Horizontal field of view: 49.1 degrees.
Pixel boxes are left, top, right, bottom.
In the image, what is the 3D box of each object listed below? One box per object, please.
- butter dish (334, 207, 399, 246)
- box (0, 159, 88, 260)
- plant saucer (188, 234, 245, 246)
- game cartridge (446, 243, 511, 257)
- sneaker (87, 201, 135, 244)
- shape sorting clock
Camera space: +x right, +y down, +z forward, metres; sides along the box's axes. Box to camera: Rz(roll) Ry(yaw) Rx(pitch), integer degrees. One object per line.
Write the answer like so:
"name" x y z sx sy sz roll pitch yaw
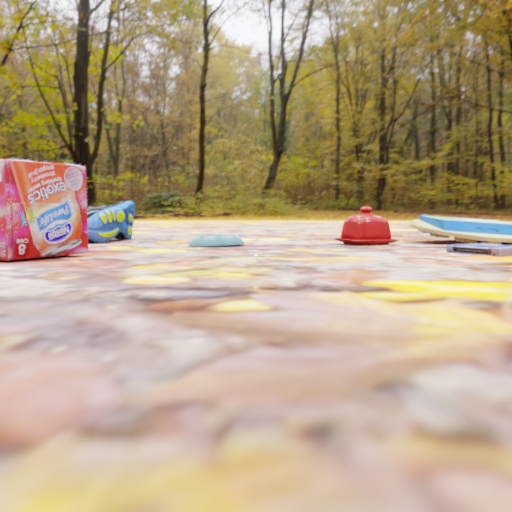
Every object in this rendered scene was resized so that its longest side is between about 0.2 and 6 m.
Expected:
"butter dish" 2.477 -0.678 12.637 1.163 0.860 1.160 -2 4 -19
"box" -4.469 -0.755 9.315 3.157 1.507 1.574 3 5 30
"plant saucer" -0.869 -0.347 12.239 1.245 0.224 1.245 -2 3 0
"game cartridge" 3.994 -0.113 9.772 0.723 0.214 1.115 -7 7 -29
"sneaker" -3.874 -0.894 14.166 1.221 1.045 2.947 7 8 8
"shape sorting clock" 5.105 -0.587 13.374 2.806 0.551 2.806 4 7 -1
